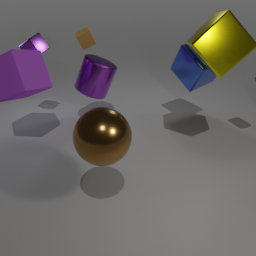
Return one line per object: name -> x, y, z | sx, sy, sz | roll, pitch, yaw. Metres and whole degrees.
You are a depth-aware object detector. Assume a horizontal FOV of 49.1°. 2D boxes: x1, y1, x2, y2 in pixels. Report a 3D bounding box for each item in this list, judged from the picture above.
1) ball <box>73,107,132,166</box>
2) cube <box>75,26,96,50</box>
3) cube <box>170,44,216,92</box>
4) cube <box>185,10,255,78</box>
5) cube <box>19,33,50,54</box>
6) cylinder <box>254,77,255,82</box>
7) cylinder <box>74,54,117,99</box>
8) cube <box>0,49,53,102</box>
ball -> -0.606, 0.202, 6.666 | 1.400, 1.400, 1.400 | 0, 29, 0
cube -> -2.000, -4.239, 13.212 | 0.700, 0.700, 0.700 | -26, 36, 3
cube -> 2.842, -2.596, 11.362 | 1.400, 1.400, 1.400 | -26, 69, -24
cube -> 2.858, -2.645, 8.808 | 1.400, 1.400, 1.400 | -42, 13, 16
cube -> -3.660, -3.174, 10.989 | 0.700, 0.700, 0.700 | -17, 28, 36
cylinder -> 5.092, -1.654, 10.182 | 0.700, 0.700, 0.700 | -15, 76, -25
cylinder -> -1.333, -2.114, 11.552 | 1.400, 1.400, 1.400 | 21, 24, -10
cube -> -3.776, -1.826, 9.767 | 1.400, 1.400, 1.400 | -14, 7, 26
